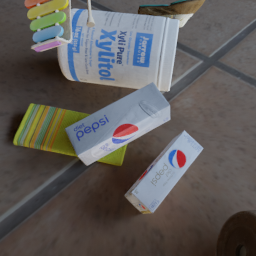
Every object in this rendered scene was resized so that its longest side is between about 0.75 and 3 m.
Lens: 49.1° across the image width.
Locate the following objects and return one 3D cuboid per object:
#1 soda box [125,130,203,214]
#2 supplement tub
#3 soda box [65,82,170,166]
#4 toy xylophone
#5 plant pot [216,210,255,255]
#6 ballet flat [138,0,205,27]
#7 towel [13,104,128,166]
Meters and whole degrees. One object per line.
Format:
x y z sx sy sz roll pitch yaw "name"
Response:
0.747 0.897 5.745 0.566 0.606 1.779 44 67 3 "soda box"
-0.208 -2.091 7.582 2.941 1.940 1.940 8 51 8 "supplement tub"
-0.185 -0.086 6.202 2.224 0.705 0.759 -28 64 -5 "soda box"
-1.634 -2.813 6.527 1.599 0.549 2.184 -18 72 17 "toy xylophone"
2.271 1.896 3.919 1.710 1.961 1.961 20 49 -14 "plant pot"
1.223 -3.271 8.087 2.092 0.757 0.709 5 21 30 "ballet flat"
-1.330 0.145 6.799 2.699 0.244 1.161 11 63 8 "towel"
